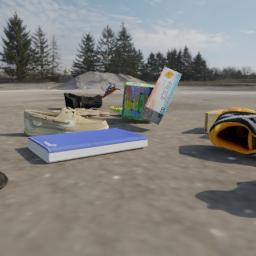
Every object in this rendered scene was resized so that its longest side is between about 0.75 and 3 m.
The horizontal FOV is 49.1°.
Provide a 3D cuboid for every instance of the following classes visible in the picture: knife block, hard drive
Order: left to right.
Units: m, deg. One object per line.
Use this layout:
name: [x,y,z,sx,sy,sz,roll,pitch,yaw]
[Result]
hard drive: [-0.970,0.340,6.747,2.413,0.306,1.592,-6,11,-33]
knife block: [3.615,-0.208,8.947,1.788,0.652,2.037,6,10,37]

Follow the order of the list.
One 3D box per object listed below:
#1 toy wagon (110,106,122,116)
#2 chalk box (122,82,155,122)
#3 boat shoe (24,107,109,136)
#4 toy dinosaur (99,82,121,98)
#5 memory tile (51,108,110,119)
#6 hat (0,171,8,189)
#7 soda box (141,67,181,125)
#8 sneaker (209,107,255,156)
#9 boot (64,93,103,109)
toy wagon: [0.259,-0.804,13.239,2.233,0.442,1.732,0,9,7]
chalk box: [0.447,-1.049,11.094,1.342,1.349,2.168,6,11,0]
boat shoe: [-1.865,-0.205,8.434,2.541,0.825,0.917,0,9,1]
toy dinosaur: [-0.698,-1.225,9.497,0.394,0.682,0.751,-1,38,-48]
memory tile: [-2.297,-0.718,13.385,1.980,0.217,2.583,-9,14,-43]
hat: [-2.630,0.613,4.080,1.659,0.669,1.659,-1,10,0]
soda box: [1.160,-1.135,9.593,0.697,2.039,0.648,25,-32,4]
sneaker: [3.029,0.199,5.796,2.851,1.116,1.101,3,20,43]
boot: [-2.642,-1.575,16.261,1.780,0.896,2.381,-12,25,-26]
